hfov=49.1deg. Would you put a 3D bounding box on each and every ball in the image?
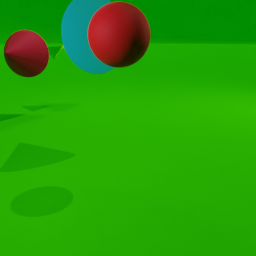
[{"bbox_3d":[-0.134,-1.421,4.316,0.961,0.961,0.961,0,19,0],"label":"ball"}]

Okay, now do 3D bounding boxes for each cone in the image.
[{"bbox_3d":[-1.135,-2.042,6.396,1.582,1.582,1.588,-15,18,-37],"label":"cone"},{"bbox_3d":[-3.597,-2.404,9.049,1.612,1.612,1.618,1,14,3],"label":"cone"},{"bbox_3d":[-2.849,-2.890,10.792,1.049,1.045,1.045,31,29,17],"label":"cone"}]
